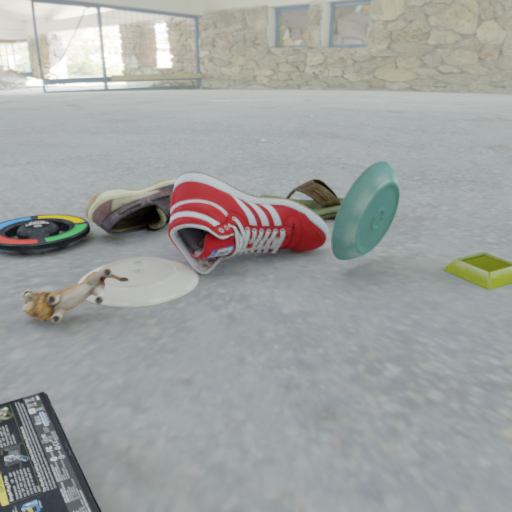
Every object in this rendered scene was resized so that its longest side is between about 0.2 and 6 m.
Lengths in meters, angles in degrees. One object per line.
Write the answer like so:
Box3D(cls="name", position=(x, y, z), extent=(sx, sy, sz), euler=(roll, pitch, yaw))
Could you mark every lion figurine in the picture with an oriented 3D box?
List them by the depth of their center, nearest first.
Box3D(cls="lion figurine", position=(-2.416, 0.509, 7.463), extent=(1.373, 0.498, 0.841), euler=(-19, 10, -19))

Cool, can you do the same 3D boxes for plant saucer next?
Box3D(cls="plant saucer", position=(1.798, -0.631, 8.787), extent=(0.304, 1.689, 1.689), euler=(31, 34, 31))
Box3D(cls="plant saucer", position=(3.712, 0.199, 9.066), extent=(0.955, 0.229, 0.953), euler=(-12, 24, -27))

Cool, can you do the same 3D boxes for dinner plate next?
Box3D(cls="dinner plate", position=(-1.845, 0.325, 8.788), extent=(1.880, 0.228, 1.880), euler=(0, 19, 0))

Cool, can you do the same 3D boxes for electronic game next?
Box3D(cls="electronic game", position=(-4.116, -0.457, 10.571), extent=(1.897, 0.395, 1.897), euler=(0, 20, 0))

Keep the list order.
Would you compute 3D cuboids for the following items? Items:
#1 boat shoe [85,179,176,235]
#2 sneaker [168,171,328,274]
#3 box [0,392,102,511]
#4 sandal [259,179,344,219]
Box3D(cls="boat shoe", position=(-2.069, -0.906, 11.165), extent=(2.606, 0.937, 0.845), euler=(-14, 57, -44))
Box3D(cls="sneaker", position=(-0.125, -0.320, 9.375), extent=(2.842, 1.012, 1.598), euler=(17, 43, -10))
Box3D(cls="box", position=(-2.116, 1.957, 3.927), extent=(1.848, 0.563, 2.292), euler=(-11, 23, -31))
Box3D(cls="sandal", position=(1.451, -1.259, 12.090), extent=(2.876, 0.821, 1.142), euler=(-1, 21, -4))
